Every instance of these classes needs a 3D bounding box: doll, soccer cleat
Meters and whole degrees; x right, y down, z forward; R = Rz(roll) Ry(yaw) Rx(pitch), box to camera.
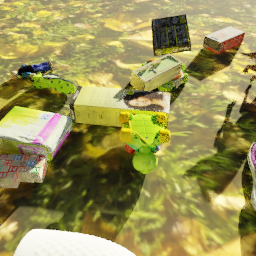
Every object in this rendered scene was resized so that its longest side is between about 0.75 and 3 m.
[{"bbox_3d":[-3.687,-2.194,10.692,1.578,0.382,1.076,-20,44,-21],"label":"doll"},{"bbox_3d":[-2.553,-1.639,9.913,1.834,0.619,0.743,13,41,17],"label":"soccer cleat"}]

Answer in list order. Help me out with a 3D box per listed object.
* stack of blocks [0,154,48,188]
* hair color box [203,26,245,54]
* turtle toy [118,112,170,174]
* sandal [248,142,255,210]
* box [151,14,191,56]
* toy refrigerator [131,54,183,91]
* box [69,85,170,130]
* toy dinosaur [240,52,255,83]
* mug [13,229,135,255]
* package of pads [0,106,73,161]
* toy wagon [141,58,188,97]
[{"bbox_3d":[-2.782,1.072,6.984,1.343,0.393,0.773,2,42,1],"label":"stack of blocks"},{"bbox_3d":[4.312,-3.973,12.572,1.799,0.551,0.913,-27,48,-28],"label":"hair color box"},{"bbox_3d":[0.398,0.329,7.413,1.335,0.926,1.831,2,42,-5],"label":"turtle toy"},{"bbox_3d":[3.522,1.069,6.839,0.982,0.593,2.413,11,43,12],"label":"sandal"},{"bbox_3d":[1.692,-3.725,11.187,1.465,0.405,1.829,-6,56,8],"label":"box"},{"bbox_3d":[0.981,-1.870,9.466,1.761,0.616,0.669,-31,58,-27],"label":"toy refrigerator"},{"bbox_3d":[-0.224,-0.639,8.664,2.975,0.746,1.120,4,41,6],"label":"box"},{"bbox_3d":[4.857,-2.077,9.736,0.871,2.029,1.375,-43,12,-9],"label":"toy dinosaur"},{"bbox_3d":[-0.769,2.772,4.353,1.859,1.565,2.120,4,71,6],"label":"mug"},{"bbox_3d":[-2.715,0.145,7.856,1.882,0.642,1.454,10,41,12],"label":"package of pads"},{"bbox_3d":[1.351,-1.936,10.365,1.669,0.426,2.151,0,41,1],"label":"toy wagon"}]
